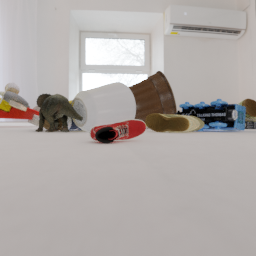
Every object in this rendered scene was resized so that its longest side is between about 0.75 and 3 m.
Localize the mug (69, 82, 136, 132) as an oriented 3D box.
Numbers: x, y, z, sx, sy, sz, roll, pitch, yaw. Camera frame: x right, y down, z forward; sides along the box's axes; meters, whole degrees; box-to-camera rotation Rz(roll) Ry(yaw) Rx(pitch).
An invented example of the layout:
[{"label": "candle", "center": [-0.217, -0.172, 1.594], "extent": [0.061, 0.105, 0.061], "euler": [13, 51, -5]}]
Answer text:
[{"label": "mug", "center": [-0.945, -0.500, 8.487], "extent": [1.563, 1.525, 1.904], "euler": [-14, -11, -43]}]

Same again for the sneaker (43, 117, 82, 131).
[{"label": "sneaker", "center": [-2.098, -0.364, 9.599], "extent": [1.267, 0.819, 2.336], "euler": [-7, 13, -36]}]

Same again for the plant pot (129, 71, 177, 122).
[{"label": "plant pot", "center": [0.621, -1.019, 11.182], "extent": [1.984, 2.004, 2.004], "euler": [-19, 4, -5]}]

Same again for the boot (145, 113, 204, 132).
[{"label": "boot", "center": [1.345, -0.152, 8.084], "extent": [1.439, 0.524, 1.119], "euler": [3, 4, 40]}]

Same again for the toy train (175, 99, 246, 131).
[{"label": "toy train", "center": [2.501, -0.325, 8.718], "extent": [1.228, 0.932, 2.150], "euler": [10, -8, -41]}]

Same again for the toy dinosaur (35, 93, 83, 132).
[{"label": "toy dinosaur", "center": [-2.123, -0.496, 8.066], "extent": [0.920, 1.222, 2.390], "euler": [-2, 2, -34]}]

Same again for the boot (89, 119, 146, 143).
[{"label": "boot", "center": [-0.084, 0.065, 4.484], "extent": [0.974, 0.353, 0.703], "euler": [-9, 5, -17]}]

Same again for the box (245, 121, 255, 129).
[{"label": "box", "center": [4.526, -0.124, 10.694], "extent": [1.353, 0.299, 1.084], "euler": [0, 2, 12]}]

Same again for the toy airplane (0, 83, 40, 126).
[{"label": "toy airplane", "center": [-5.278, -1.101, 13.266], "extent": [2.967, 2.094, 2.954], "euler": [0, 0, 28]}]

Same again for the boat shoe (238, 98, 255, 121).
[{"label": "boat shoe", "center": [5.337, -0.617, 11.918], "extent": [2.750, 1.008, 0.862], "euler": [14, -24, -37]}]
